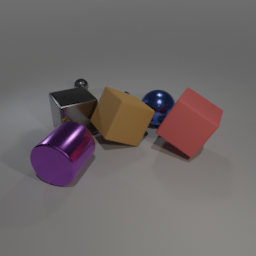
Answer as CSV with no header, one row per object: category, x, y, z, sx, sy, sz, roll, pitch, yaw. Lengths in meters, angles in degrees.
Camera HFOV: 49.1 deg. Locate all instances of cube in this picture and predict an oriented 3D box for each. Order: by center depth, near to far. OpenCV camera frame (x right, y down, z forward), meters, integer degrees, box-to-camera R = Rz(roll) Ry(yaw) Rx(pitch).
cube,1.977,-0.206,8.949,1.400,1.400,1.400,35,32,6
cube,-0.218,-0.397,9.644,1.400,1.400,1.400,15,19,-36
cube,-1.995,-0.563,10.411,1.400,1.400,1.400,-15,33,-25

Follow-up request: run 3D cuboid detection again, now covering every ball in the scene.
ball,1.148,-0.778,10.816,1.400,1.400,1.400,0,30,0
ball,-2.239,-2.019,13.420,0.700,0.700,0.700,0,30,0

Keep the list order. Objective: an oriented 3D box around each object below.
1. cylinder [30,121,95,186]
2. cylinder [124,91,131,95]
cylinder,-1.859,0.718,8.180,1.400,1.400,1.400,10,31,16
cylinder,-0.202,-1.061,11.668,0.700,0.700,0.700,-28,20,26
